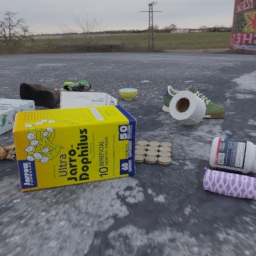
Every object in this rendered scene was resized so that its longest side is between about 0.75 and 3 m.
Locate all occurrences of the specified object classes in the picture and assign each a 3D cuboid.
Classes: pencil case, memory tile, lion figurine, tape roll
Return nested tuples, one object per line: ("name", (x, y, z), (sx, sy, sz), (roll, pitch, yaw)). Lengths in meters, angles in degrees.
("pencil case", (2.439, 1.340, 6.684), (1.300, 0.545, 0.556), (10, 0, 22))
("memory tile", (0.778, 0.759, 8.886), (1.188, 0.130, 1.550), (3, 20, 9))
("lion figurine", (-3.621, 0.671, 8.749), (0.892, 0.528, 1.456), (1, 4, 26))
("tape roll", (2.404, -0.802, 11.313), (1.230, 1.230, 0.845), (19, -1, 43))

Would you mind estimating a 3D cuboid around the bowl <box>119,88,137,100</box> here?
("bowl", (0.025, -1.858, 15.700), (1.025, 0.552, 1.025), (-1, 19, 0))

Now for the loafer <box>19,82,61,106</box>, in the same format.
("loafer", (-4.598, -1.710, 14.835), (2.971, 1.085, 1.055), (19, 17, 30))

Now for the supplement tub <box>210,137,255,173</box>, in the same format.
("supplement tub", (2.955, 0.757, 7.746), (1.240, 0.870, 0.870), (8, 21, 22))

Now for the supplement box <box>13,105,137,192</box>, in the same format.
("supplement box", (-1.408, 0.424, 7.573), (2.955, 1.608, 1.618), (-6, 20, -16))

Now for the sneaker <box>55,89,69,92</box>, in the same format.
("sneaker", (-3.646, -1.863, 15.661), (0.686, 0.645, 1.674), (10, 21, 8))

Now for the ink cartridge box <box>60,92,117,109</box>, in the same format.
("ink cartridge box", (-1.460, -0.803, 11.036), (1.712, 0.998, 2.366), (3, 1, 7))

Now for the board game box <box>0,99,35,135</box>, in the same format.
("board game box", (-5.333, -0.539, 11.563), (1.876, 0.817, 2.543), (4, 18, 13))

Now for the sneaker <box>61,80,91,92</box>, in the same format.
("sneaker", (-3.219, -2.442, 17.327), (1.953, 0.762, 0.832), (-6, 26, 10))

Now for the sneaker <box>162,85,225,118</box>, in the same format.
("sneaker", (2.980, -1.275, 12.848), (2.926, 1.314, 0.981), (9, 22, 26))
